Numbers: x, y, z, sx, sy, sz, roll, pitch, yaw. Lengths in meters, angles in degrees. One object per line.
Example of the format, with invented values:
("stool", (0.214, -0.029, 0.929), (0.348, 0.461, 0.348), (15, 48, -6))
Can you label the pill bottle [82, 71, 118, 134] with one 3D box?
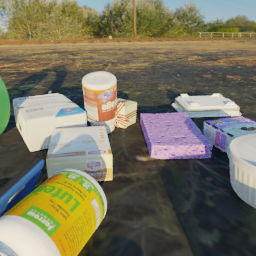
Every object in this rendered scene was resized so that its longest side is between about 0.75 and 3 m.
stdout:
("pill bottle", (-0.830, -0.734, 8.675), (1.016, 1.812, 1.016), (-1, 37, 0))

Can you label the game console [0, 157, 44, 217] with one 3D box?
("game console", (-2.499, 1.245, 4.693), (1.112, 1.603, 1.879), (29, 24, 0))

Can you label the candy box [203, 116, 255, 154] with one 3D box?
("candy box", (3.217, 0.246, 7.943), (1.447, 0.617, 1.725), (-7, 21, -18))

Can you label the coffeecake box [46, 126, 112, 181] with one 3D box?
("coffeecake box", (-1.177, 0.598, 6.906), (1.418, 0.675, 1.848), (-3, 21, -9))

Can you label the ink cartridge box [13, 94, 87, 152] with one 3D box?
("ink cartridge box", (-2.512, -0.292, 8.814), (1.720, 1.008, 2.348), (-11, 23, -27))

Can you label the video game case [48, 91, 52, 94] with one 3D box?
("video game case", (-3.049, -1.019, 11.143), (0.091, 0.757, 0.830), (-10, 22, -7))

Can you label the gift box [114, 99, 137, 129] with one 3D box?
("gift box", (-0.198, -0.533, 9.655), (0.974, 0.899, 0.909), (10, 21, 31))

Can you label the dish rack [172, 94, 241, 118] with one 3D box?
("dish rack", (3.163, -0.983, 11.431), (2.411, 0.525, 2.069), (-1, 20, -6))

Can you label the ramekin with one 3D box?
("ramekin", (3.041, 0.916, 5.647), (2.072, 0.965, 2.072), (1, 21, 0))

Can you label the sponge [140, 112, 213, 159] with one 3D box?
("sponge", (1.308, 0.126, 8.524), (1.617, 0.432, 2.899), (-1, 21, -3))

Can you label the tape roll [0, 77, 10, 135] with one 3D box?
("tape roll", (-4.561, -0.732, 7.560), (2.702, 2.702, 0.649), (5, 20, 12))

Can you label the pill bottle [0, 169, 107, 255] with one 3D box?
("pill bottle", (-1.194, 1.493, 3.882), (1.117, 1.117, 2.012), (8, 22, 20))
